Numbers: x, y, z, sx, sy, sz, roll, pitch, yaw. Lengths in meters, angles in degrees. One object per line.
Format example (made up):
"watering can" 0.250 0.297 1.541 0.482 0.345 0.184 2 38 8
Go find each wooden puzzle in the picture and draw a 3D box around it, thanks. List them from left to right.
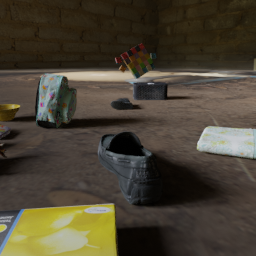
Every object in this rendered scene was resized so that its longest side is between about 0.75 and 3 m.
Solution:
"wooden puzzle" 0.362 -2.267 9.542 1.626 0.964 0.114 -37 9 -27

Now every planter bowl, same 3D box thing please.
"planter bowl" -4.988 -0.591 11.287 1.286 0.536 1.286 0 15 0

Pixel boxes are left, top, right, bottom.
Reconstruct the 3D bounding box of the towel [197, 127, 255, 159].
"towel" 2.883 0.378 7.948 1.552 0.437 1.814 3 15 22

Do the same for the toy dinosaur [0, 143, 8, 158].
"toy dinosaur" -3.679 0.822 6.304 2.168 1.138 1.968 -31 9 32

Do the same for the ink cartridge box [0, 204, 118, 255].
"ink cartridge box" -1.163 1.636 3.162 2.142 0.509 2.167 -1 13 -5

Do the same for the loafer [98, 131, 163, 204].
"loafer" -0.030 0.544 6.086 1.004 1.038 2.958 -5 16 -16

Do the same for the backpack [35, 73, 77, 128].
"backpack" -2.656 -1.059 10.397 1.450 1.891 1.663 1 14 0

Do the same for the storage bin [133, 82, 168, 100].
"storage bin" 1.288 -2.193 16.520 1.959 0.918 1.324 -1 15 -2

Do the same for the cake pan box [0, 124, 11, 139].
"cake pan box" -4.320 0.053 9.008 0.774 0.220 0.840 21 14 -3

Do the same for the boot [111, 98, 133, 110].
"boot" -0.392 -1.252 13.865 1.100 0.438 1.334 8 17 -13
